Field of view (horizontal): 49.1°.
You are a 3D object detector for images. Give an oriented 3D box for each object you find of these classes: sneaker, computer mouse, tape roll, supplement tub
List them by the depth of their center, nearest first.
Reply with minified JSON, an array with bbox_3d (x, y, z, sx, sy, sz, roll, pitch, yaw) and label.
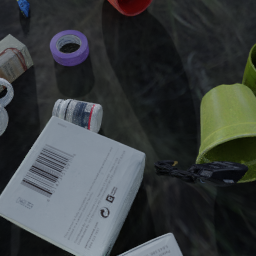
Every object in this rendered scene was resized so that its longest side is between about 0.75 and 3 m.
[{"bbox_3d":[1.448,0.934,5.743,1.878,1.318,0.432,-1,95,-34],"label":"computer mouse"},{"bbox_3d":[-1.626,-0.381,9.175,1.439,1.009,1.009,10,64,5],"label":"supplement tub"},{"bbox_3d":[-2.253,-3.106,10.851,1.428,0.468,1.428,0,64,0],"label":"tape roll"},{"bbox_3d":[-4.393,-5.186,11.933,0.456,0.383,1.163,-22,65,-8],"label":"sneaker"}]

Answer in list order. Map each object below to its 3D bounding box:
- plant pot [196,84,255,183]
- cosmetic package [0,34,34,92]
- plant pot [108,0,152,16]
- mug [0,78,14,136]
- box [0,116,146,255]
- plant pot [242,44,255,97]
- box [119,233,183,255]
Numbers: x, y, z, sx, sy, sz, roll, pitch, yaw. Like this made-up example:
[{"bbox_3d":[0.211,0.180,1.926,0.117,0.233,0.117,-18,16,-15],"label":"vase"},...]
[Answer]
[{"bbox_3d":[3.180,0.031,8.393,2.535,2.535,2.330,1,51,1],"label":"plant pot"},{"bbox_3d":[-4.581,-2.182,10.052,0.924,1.095,2.119,35,70,15],"label":"cosmetic package"},{"bbox_3d":[-0.249,-6.167,11.504,2.424,2.424,2.144,-38,59,-17],"label":"plant pot"},{"bbox_3d":[-4.731,-0.765,8.803,2.317,2.031,1.711,-33,68,-15],"label":"mug"},{"bbox_3d":[-1.369,1.703,7.647,2.896,1.893,2.881,22,65,10],"label":"box"},{"bbox_3d":[4.686,-1.715,9.450,1.794,1.728,1.794,0,63,0],"label":"plant pot"},{"bbox_3d":[-0.127,3.880,5.950,2.992,2.976,1.956,-21,65,-10],"label":"box"}]
